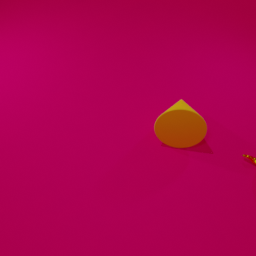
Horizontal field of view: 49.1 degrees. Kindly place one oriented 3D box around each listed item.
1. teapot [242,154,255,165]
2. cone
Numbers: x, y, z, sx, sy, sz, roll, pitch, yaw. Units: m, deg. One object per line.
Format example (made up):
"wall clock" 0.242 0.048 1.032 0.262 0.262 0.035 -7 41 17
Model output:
"teapot" 3.736 0.862 7.210 1.528 0.748 0.950 -1 55 56
"cone" 1.518 -0.409 8.050 1.394 1.394 1.399 8 42 6
